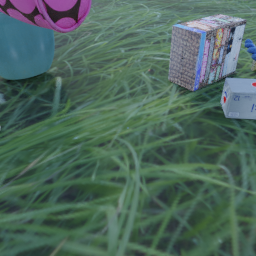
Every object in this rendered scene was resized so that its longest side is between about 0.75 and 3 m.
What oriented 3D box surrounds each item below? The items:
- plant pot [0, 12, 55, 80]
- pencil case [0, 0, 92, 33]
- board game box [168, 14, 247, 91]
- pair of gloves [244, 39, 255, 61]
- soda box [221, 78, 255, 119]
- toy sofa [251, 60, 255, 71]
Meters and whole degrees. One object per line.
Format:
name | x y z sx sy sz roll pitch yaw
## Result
plant pot | -4.062 -3.182 10.322 2.916 2.340 2.916 -6 31 4
pencil case | -1.969 -2.589 4.760 2.879 1.349 1.306 25 46 27
board game box | 2.863 -2.812 10.218 2.564 2.044 1.242 -25 41 -31
pair of gloves | 2.878 -1.101 5.684 1.308 0.185 1.627 7 57 -52
soda box | 4.392 -0.851 8.441 2.891 0.917 0.987 3 36 4
toy sofa | 6.076 -2.351 10.140 1.204 1.418 2.907 -16 38 -21
